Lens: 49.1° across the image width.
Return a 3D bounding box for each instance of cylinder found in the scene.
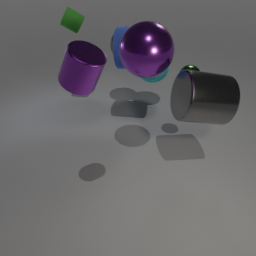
[{"bbox_3d":[-0.818,-1.058,4.969,0.700,0.700,0.700,17,43,-17],"label":"cylinder"},{"bbox_3d":[0.309,-2.751,9.627,1.400,1.400,1.400,2,32,10],"label":"cylinder"},{"bbox_3d":[2.080,-0.833,7.744,1.400,1.400,1.400,4,30,-15],"label":"cylinder"},{"bbox_3d":[-2.058,-3.975,10.343,0.700,0.700,0.700,25,26,-20],"label":"cylinder"}]

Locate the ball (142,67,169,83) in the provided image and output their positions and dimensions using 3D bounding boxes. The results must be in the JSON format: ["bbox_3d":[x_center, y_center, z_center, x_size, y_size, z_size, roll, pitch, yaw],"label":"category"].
[{"bbox_3d":[1.038,-2.613,11.774,1.400,1.400,1.400,0,32,0],"label":"ball"}]

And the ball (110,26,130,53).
[{"bbox_3d":[-0.018,-3.367,11.321,1.400,1.400,1.400,0,32,0],"label":"ball"}]

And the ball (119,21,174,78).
[{"bbox_3d":[0.475,-1.979,7.138,1.400,1.400,1.400,0,32,0],"label":"ball"}]

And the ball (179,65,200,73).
[{"bbox_3d":[1.905,-1.595,8.649,0.700,0.700,0.700,0,32,0],"label":"ball"}]
